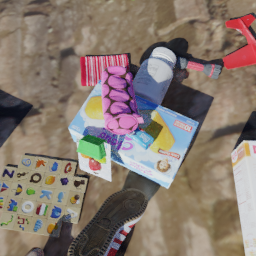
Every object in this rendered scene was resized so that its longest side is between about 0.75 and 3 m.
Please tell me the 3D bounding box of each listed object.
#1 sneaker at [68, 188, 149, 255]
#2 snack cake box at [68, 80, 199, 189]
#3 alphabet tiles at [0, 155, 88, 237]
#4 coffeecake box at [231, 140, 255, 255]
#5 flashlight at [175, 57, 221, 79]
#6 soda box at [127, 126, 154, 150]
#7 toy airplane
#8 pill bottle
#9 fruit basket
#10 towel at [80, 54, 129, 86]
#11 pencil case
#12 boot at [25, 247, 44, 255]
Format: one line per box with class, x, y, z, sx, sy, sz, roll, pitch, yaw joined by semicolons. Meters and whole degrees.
sneaker;-0.432;2.628;6.615;0.940;1.483;2.638;24;35;25
snack cake box;0.138;0.134;7.626;2.989;1.004;1.719;25;67;11
alphabet tiles;-2.341;1.734;7.405;2.366;0.075;1.969;8;65;4
coffeecake box;3.937;1.812;6.820;2.205;1.050;2.873;1;65;1
flashlight;2.216;-1.925;8.889;1.378;0.467;0.468;15;68;6
soda box;0.232;0.159;6.855;0.818;0.263;0.278;40;67;21
toy airplane;4.149;-2.868;9.321;2.515;0.463;2.515;1;65;-2
pill bottle;0.770;-1.487;8.370;1.026;1.026;1.794;22;67;10
fruit basket;-0.818;0.717;6.916;1.014;1.095;0.513;16;39;27
towel;-0.744;-1.875;9.021;1.587;0.178;1.148;-3;66;-2
pencil case;-0.183;-0.734;6.853;0.879;0.851;1.876;-20;52;14
boot;-1.895;3.840;5.667;1.625;0.781;2.223;10;79;44
